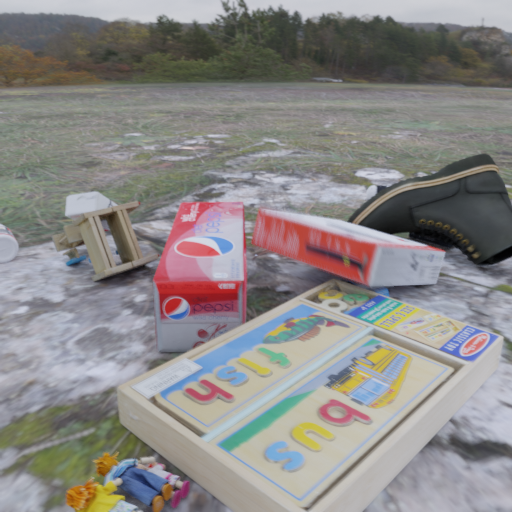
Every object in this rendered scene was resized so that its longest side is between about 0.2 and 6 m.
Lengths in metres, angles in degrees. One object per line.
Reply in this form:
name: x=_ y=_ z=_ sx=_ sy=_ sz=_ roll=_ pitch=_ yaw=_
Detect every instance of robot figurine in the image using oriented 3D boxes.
robot figurine: x=3.277 y=-1.533 z=14.420 sx=0.878 sy=0.548 sz=0.660 roll=4 pitch=5 yaw=9

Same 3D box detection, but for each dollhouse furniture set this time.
dollhouse furniture set: x=-2.896 y=-0.172 z=10.731 sx=1.173 sy=1.180 sz=1.675 roll=-20 pitch=0 yaw=-41

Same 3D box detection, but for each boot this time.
boot: x=3.566 y=-0.483 z=10.983 sx=3.131 sy=1.213 sz=2.166 roll=-26 pitch=61 yaw=14

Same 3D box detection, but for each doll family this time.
doll family: x=-1.253 y=2.179 z=5.183 sx=0.801 sy=0.581 sz=1.290 roll=12 pitch=25 yaw=27

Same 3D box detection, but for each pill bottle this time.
pill bottle: x=-5.160 y=-0.284 z=11.255 sx=0.587 sy=0.587 sz=1.012 roll=-12 pitch=25 yaw=-28

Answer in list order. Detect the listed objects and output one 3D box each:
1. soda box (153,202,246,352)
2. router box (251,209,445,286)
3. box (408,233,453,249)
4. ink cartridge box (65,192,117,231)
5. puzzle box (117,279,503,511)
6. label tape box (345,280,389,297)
soda box: x=-0.813 y=0.154 z=9.376 sx=1.307 sy=1.184 sz=3.734 roll=-1 pitch=23 yaw=-2
router box: x=1.633 y=-0.142 z=9.715 sx=2.348 sy=0.639 sz=2.616 roll=21 pitch=11 yaw=37
box: x=4.000 y=-0.660 z=12.173 sx=0.957 sy=0.604 sz=0.974 roll=22 pitch=31 yaw=38
ink cartridge box: x=-3.192 y=-0.857 z=11.171 sx=0.738 sy=0.424 sz=1.016 roll=-6 pitch=-19 yaw=20
puzzle box: x=0.844 y=1.504 z=6.901 sx=2.812 sy=0.537 sz=4.227 roll=20 pitch=29 yaw=38
label tape box: x=1.845 y=0.664 z=9.303 sx=0.610 sy=0.282 sz=0.852 roll=-14 pitch=24 yaw=-22
